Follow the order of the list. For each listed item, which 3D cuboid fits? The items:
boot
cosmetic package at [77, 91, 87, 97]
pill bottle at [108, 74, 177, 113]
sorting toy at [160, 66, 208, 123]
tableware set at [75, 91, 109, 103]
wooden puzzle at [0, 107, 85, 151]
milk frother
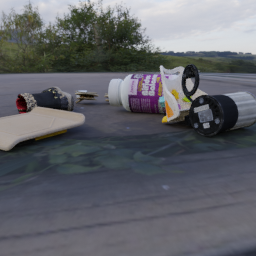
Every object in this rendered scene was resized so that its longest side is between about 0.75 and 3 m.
[{"bbox_3d":[-3.758,-1.170,12.030,2.013,0.978,2.673,-10,23,-38],"label":"boot"},{"bbox_3d":[-2.683,-1.954,16.323,0.527,0.384,1.036,-1,15,-4],"label":"cosmetic package"},{"bbox_3d":[0.682,-1.443,11.706,2.819,1.583,1.583,3,14,14],"label":"pill bottle"},{"bbox_3d":[1.772,-1.265,9.801,2.154,1.939,1.151,-8,-9,-42],"label":"sorting toy"},{"bbox_3d":[-1.343,-1.414,13.944,2.573,0.516,1.701,5,2,-6],"label":"tableware set"},{"bbox_3d":[-3.070,-0.010,8.383,2.548,0.513,2.755,10,21,33],"label":"wooden puzzle"},{"bbox_3d":[2.769,-0.948,8.739,1.956,2.079,1.877,-10,14,-36],"label":"milk frother"}]
